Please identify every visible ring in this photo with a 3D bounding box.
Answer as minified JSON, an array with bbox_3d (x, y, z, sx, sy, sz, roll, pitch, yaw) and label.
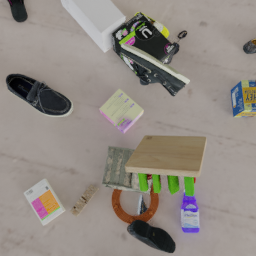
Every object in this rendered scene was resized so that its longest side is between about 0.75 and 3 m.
[{"bbox_3d":[0.264,2.690,10.526,1.804,0.173,1.804,-2,70,4],"label":"ring"}]

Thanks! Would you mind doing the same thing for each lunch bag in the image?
[{"bbox_3d":[0.081,1.565,10.328,1.819,1.069,1.492,7,72,7],"label":"lunch bag"}]

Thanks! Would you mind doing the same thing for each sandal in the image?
[{"bbox_3d":[-4.943,-5.645,12.186,0.804,0.512,2.139,-24,79,-5],"label":"sandal"}]

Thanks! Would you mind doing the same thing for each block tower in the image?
[{"bbox_3d":[-1.635,2.697,10.555,0.376,0.351,1.299,39,80,6],"label":"block tower"}]

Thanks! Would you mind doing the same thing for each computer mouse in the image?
[{"bbox_3d":[2.139,-3.653,11.927,0.392,0.228,1.339,30,80,7],"label":"computer mouse"}]

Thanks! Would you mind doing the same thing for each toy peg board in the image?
[{"bbox_3d":[1.104,0.988,7.518,1.822,1.814,0.891,1,114,21],"label":"toy peg board"}]

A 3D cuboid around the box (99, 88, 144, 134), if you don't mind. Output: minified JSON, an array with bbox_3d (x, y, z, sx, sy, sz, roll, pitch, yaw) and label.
[{"bbox_3d":[-0.251,-0.661,11.099,1.317,0.637,1.159,42,81,9],"label":"box"}]

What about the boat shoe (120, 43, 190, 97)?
[{"bbox_3d":[0.752,-1.700,8.747,0.913,2.752,1.028,-57,44,18],"label":"boat shoe"}]

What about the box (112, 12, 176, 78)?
[{"bbox_3d":[0.599,-3.181,11.269,1.560,1.305,2.100,-40,81,-8],"label":"box"}]

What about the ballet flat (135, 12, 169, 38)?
[{"bbox_3d":[0.987,-4.388,11.895,1.706,0.572,0.570,33,87,6],"label":"ballet flat"}]

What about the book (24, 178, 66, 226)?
[{"bbox_3d":[-3.154,2.780,10.563,0.967,0.348,1.447,-34,80,-4],"label":"book"}]

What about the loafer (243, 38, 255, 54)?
[{"bbox_3d":[5.752,-3.558,11.701,1.722,0.623,0.627,-18,78,-4],"label":"loafer"}]

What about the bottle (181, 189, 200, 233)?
[{"bbox_3d":[2.296,3.065,10.399,0.647,0.506,1.549,1,78,0],"label":"bottle"}]

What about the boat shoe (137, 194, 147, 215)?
[{"bbox_3d":[0.568,2.890,10.579,0.345,0.269,0.759,8,84,-4],"label":"boat shoe"}]

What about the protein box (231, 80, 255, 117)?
[{"bbox_3d":[4.640,-1.119,10.917,0.798,1.174,1.183,-2,78,0],"label":"protein box"}]

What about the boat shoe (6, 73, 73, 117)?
[{"bbox_3d":[-3.557,-1.307,11.101,2.939,0.915,1.097,27,78,4],"label":"boat shoe"}]

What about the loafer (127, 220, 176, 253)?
[{"bbox_3d":[0.851,3.947,10.171,1.946,0.703,0.708,35,53,-9],"label":"loafer"}]

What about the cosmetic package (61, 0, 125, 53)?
[{"bbox_3d":[-1.492,-4.788,11.464,1.258,1.595,2.964,-40,83,-9],"label":"cosmetic package"}]
